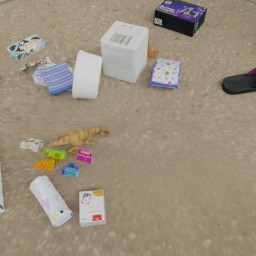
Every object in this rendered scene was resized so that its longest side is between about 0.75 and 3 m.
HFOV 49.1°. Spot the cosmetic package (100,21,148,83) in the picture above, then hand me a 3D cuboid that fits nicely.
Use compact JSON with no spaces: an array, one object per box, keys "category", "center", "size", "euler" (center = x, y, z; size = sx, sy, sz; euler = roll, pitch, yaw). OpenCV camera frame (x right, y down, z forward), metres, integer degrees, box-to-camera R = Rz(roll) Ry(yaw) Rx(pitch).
[{"category":"cosmetic package","center":[-0.110,-2.994,11.136],"size":[1.427,1.731,1.428],"euler":[19,55,14]}]

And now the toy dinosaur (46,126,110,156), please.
[{"category":"toy dinosaur","center":[-1.767,0.339,8.598],"size":[2.690,1.429,0.812],"euler":[-20,75,-46]}]

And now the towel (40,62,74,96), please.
[{"category":"towel","center":[-2.650,-1.916,10.657],"size":[1.053,0.173,1.454],"euler":[-24,60,-14]}]

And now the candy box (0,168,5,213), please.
[{"category":"candy box","center":[-4.770,1.635,8.246],"size":[1.821,0.776,2.171],"euler":[-16,54,-12]}]

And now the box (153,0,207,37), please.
[{"category":"box","center":[2.512,-5.403,13.540],"size":[2.106,0.831,1.487],"euler":[25,54,18]}]

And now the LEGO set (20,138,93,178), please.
[{"category":"LEGO set","center":[-2.101,0.901,8.642],"size":[2.179,0.831,0.894],"euler":[13,17,5]}]

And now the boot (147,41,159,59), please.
[{"category":"boot","center":[0.865,-3.414,12.035],"size":[1.040,0.807,0.399],"euler":[-3,53,-2]}]

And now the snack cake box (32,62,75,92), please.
[{"category":"snack cake box","center":[-2.861,-2.078,11.208],"size":[1.564,0.526,0.900],"euler":[12,56,9]}]

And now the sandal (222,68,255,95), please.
[{"category":"sandal","center":[5.158,-1.969,11.020],"size":[2.897,0.693,1.089],"euler":[-14,54,-11]}]

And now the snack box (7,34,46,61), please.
[{"category":"snack box","center":[-4.523,-3.628,12.532],"size":[1.469,0.273,0.854],"euler":[-35,61,-23]}]

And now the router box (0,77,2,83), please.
[{"category":"router box","center":[-5.804,-1.730,11.067],"size":[1.254,0.327,0.986],"euler":[7,53,6]}]

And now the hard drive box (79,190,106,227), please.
[{"category":"hard drive box","center":[-1.016,2.290,8.040],"size":[0.717,0.353,0.920],"euler":[-6,54,-4]}]

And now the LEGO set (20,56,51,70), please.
[{"category":"LEGO set","center":[-3.700,-2.500,11.198],"size":[1.175,0.386,1.573],"euler":[-28,16,-11]}]

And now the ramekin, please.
[{"category":"ramekin","center":[-1.474,-1.901,10.330],"size":[0.855,1.755,1.755],"euler":[10,53,-6]}]

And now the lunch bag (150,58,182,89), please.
[{"category":"lunch bag","center":[1.481,-2.043,11.019],"size":[1.121,0.816,1.318],"euler":[9,46,6]}]

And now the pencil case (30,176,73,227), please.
[{"category":"pencil case","center":[-2.213,2.067,8.003],"size":[0.627,0.685,1.509],"euler":[-35,60,-18]}]
